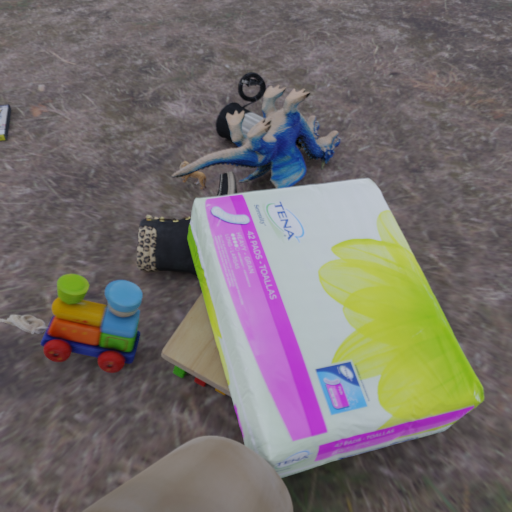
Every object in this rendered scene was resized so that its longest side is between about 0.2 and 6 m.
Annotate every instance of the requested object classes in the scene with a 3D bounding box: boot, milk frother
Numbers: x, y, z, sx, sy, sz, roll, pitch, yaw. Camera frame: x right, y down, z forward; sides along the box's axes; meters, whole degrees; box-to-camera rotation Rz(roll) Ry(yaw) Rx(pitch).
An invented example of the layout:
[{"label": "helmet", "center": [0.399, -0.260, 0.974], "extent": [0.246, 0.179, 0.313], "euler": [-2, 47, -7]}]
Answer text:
[{"label": "boot", "center": [-1.250, -0.624, 10.702], "extent": [1.771, 0.861, 2.352], "euler": [2, 64, 5]}, {"label": "milk frother", "center": [0.028, -3.312, 13.225], "extent": [1.463, 1.555, 1.404], "euler": [34, 49, 30]}]

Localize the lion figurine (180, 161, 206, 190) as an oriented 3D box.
[{"label": "lion figurine", "center": [-1.345, -1.765, 12.194], "extent": [0.739, 0.452, 0.268], "euler": [17, 33, -24]}]

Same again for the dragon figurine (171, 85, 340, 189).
[{"label": "dragon figurine", "center": [0.312, -2.141, 11.870], "extent": [1.258, 2.125, 4.273], "euler": [20, 52, 37]}]

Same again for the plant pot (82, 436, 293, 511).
[{"label": "plant pot", "center": [-0.761, 3.243, 5.833], "extent": [2.699, 2.699, 2.342], "euler": [20, 32, 20]}]

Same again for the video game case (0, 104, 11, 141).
[{"label": "video game case", "center": [-7.025, -3.316, 14.190], "extent": [1.434, 0.202, 1.587], "euler": [-10, 44, -10]}]

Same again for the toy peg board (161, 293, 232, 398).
[{"label": "toy peg board", "center": [-0.387, 1.477, 8.861], "extent": [1.672, 0.821, 1.679], "euler": [28, 51, 6]}]

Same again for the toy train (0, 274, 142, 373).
[{"label": "toy train", "center": [-2.890, 0.825, 8.466], "extent": [2.331, 1.349, 0.987], "euler": [14, 37, -8]}]

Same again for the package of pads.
[{"label": "package of pads", "center": [1.000, 0.774, 8.273], "extent": [3.218, 1.421, 4.165], "euler": [-9, 57, -17]}]
